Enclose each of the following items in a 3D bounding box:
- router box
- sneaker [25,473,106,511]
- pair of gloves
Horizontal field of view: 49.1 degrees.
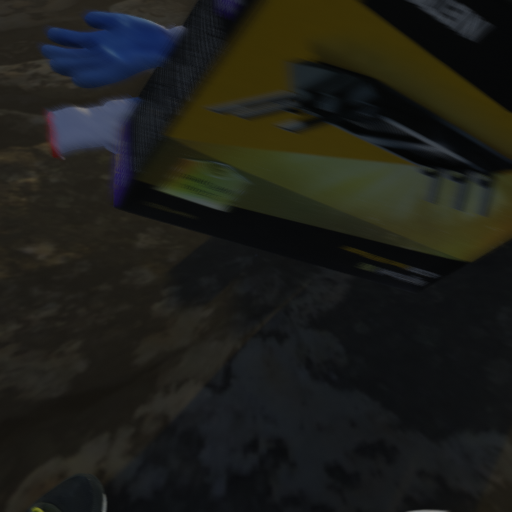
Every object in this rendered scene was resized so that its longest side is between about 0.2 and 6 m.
[{"bbox_3d":[1.183,-1.128,5.138,4.020,3.161,1.050,15,53,-31],"label":"router box"},{"bbox_3d":[-2.121,2.740,4.929,0.760,0.863,2.040,22,46,22],"label":"sneaker"},{"bbox_3d":[-1.802,-2.666,8.593,2.874,0.407,3.576,-9,58,-7],"label":"pair of gloves"}]
